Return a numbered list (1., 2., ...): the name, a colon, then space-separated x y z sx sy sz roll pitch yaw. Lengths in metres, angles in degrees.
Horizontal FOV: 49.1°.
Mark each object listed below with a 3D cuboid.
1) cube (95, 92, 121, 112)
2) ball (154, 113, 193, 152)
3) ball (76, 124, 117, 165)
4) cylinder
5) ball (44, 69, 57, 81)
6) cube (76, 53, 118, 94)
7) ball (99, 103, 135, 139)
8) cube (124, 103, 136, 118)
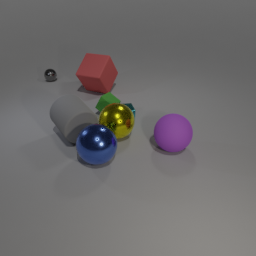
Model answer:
1. cube: -0.884 -1.047 12.419 0.700 0.700 0.700 40 37 9
2. ball: 1.634 0.174 10.157 1.400 1.400 1.400 0 33 0
3. ball: -1.058 0.550 9.522 1.400 1.400 1.400 0 33 0
4. cylinder: -2.065 -0.364 10.668 1.400 1.400 1.400 -20 44 -29
5. ball: -4.368 -2.985 15.779 0.700 0.700 0.700 0 33 0
6. cube: -1.549 -2.773 14.266 1.400 1.400 1.400 13 68 23
7. ball: -0.439 -0.271 10.848 1.400 1.400 1.400 0 33 0
8. cube: -0.116 -0.585 11.977 0.700 0.700 0.700 -5 33 -14
